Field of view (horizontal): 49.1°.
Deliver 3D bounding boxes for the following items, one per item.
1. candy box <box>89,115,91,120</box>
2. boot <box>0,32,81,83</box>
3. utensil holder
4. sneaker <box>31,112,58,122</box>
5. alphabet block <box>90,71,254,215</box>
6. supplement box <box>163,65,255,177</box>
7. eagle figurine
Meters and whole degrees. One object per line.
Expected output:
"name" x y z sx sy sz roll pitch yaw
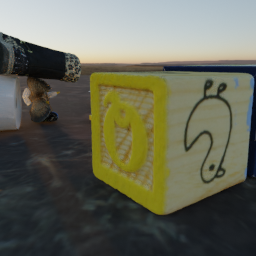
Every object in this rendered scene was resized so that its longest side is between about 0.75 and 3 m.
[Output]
"candy box" -0.685 -0.229 8.622 0.703 0.182 1.376 -2 13 -21
"boot" -2.758 -2.028 8.238 2.139 1.022 2.832 4 22 -30
"utensil holder" -3.928 -0.680 7.528 1.860 1.581 1.581 0 12 -15
"sneaker" -2.614 -0.308 8.787 0.909 0.322 0.377 -2 20 11
"alphabet block" 0.599 0.004 4.222 1.758 1.717 1.726 -10 14 -36
"supplement box" 2.518 -0.433 5.909 2.627 1.765 2.629 -7 14 -27
"eagle figurine" -2.768 -0.962 8.863 1.264 1.258 1.666 42 6 -9
